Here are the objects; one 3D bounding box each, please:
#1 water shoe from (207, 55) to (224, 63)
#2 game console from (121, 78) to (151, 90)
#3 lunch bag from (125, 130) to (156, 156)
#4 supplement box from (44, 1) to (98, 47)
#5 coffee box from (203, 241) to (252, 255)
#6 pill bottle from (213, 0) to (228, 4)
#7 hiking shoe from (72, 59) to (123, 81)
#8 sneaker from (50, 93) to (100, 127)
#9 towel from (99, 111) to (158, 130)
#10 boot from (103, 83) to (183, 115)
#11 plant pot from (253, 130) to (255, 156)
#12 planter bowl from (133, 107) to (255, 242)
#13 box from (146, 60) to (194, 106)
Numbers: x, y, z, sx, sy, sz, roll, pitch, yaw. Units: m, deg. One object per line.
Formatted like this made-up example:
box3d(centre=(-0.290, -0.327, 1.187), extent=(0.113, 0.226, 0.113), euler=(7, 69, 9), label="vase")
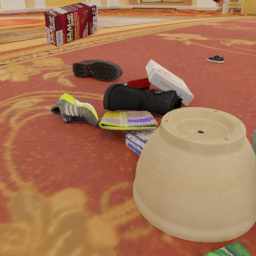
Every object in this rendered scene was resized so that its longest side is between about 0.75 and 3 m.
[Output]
box3d(centre=(5.245, -4.167, 16.741), extent=(1.068, 0.421, 0.382), euler=(22, 35, 36), label="water shoe")
box3d(centre=(0.303, -2.006, 12.124), extent=(1.326, 0.787, 1.142), euler=(-14, 39, -26), label="game console")
box3d(centre=(0.539, 0.416, 7.851), extent=(0.989, 0.466, 1.234), euler=(-20, 32, -30), label="lunch bag")
box3d(centre=(-1.550, -2.948, 7.857), extent=(0.479, 0.855, 1.572), euler=(32, 47, 26), label="supplement box")
box3d(centre=(1.525, 2.293, 4.421), extent=(1.152, 0.253, 0.708), euler=(-10, 29, -19), label="coffee box")
box3d(centre=(3.383, -5.153, 10.657), extent=(1.076, 0.605, 0.605), euler=(12, 18, -34), label="pill bottle")
box3d(centre=(-1.367, -3.034, 13.877), extent=(2.721, 1.031, 1.370), euler=(12, 33, 23), label="hiking shoe")
box3d(centre=(-1.737, -0.434, 9.368), extent=(2.081, 0.769, 0.842), euler=(25, 58, 34), label="sneaker")
box3d(centre=(-0.004, -0.267, 8.707), extent=(1.708, 0.271, 2.378), euler=(0, 10, 1), label="towel")
box3d(centre=(0.606, -0.947, 9.658), extent=(2.075, 0.943, 2.470), euler=(13, 14, 28), label="boot")
box3d(centre=(3.594, 0.778, 5.782), extent=(1.662, 1.663, 2.353), euler=(-7, 13, 4), label="plant pot")
box3d(centre=(1.457, 0.678, 5.861), extent=(2.709, 1.823, 2.709), euler=(0, 28, 0), label="planter bowl")
box3d(centre=(1.607, -1.878, 11.267), extent=(1.784, 0.471, 2.288), euler=(30, 20, -13), label="box")
